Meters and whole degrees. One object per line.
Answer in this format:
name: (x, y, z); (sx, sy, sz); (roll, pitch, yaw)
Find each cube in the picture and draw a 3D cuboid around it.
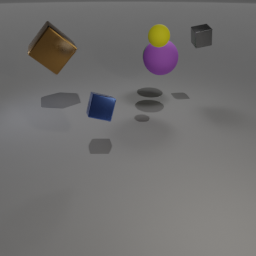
cube: (-3.148, -3.329, 11.613); (1.400, 1.400, 1.400); (35, 13, -31)
cube: (-0.827, -0.652, 8.466); (0.700, 0.700, 0.700); (11, 10, -16)
cube: (3.076, -3.861, 11.751); (0.700, 0.700, 0.700); (-11, 39, 1)

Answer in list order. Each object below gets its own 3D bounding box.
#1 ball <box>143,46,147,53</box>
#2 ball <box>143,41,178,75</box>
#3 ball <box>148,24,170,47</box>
ball: (1.395, -3.395, 13.223); (1.400, 1.400, 1.400); (0, 28, 0)
ball: (1.299, -2.815, 11.159); (1.400, 1.400, 1.400); (0, 28, 0)
ball: (0.984, -2.927, 8.908); (0.700, 0.700, 0.700); (0, 28, 0)
